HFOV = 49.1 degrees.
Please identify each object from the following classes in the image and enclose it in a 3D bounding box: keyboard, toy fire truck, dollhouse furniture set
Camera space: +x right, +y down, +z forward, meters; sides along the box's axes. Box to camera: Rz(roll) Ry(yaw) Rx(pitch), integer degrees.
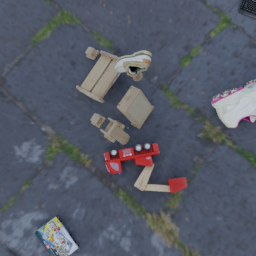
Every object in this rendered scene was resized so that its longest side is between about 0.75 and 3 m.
[{"bbox_3d":[4.920,-4.297,9.892,1.816,0.187,1.154,22,81,3],"label":"keyboard"},{"bbox_3d":[0.516,1.317,8.689,2.322,0.566,1.638,-11,80,-2],"label":"toy fire truck"},{"bbox_3d":[-0.692,-1.034,9.210,2.734,1.335,2.332,30,83,31],"label":"dollhouse furniture set"}]

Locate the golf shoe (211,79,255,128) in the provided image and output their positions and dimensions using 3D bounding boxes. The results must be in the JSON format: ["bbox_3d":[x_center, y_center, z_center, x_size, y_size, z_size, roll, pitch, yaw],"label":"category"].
[{"bbox_3d":[4.102,-0.922,8.976,2.767,1.042,1.266,-23,93,1],"label":"golf shoe"}]

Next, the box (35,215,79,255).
[{"bbox_3d":[-2.154,3.388,8.494,0.806,0.223,1.181,-37,82,-6],"label":"box"}]

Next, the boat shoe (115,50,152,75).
[{"bbox_3d":[0.085,-1.714,7.706,0.504,1.350,0.462,16,75,-35],"label":"boat shoe"}]
